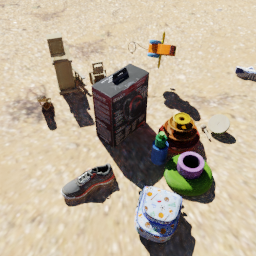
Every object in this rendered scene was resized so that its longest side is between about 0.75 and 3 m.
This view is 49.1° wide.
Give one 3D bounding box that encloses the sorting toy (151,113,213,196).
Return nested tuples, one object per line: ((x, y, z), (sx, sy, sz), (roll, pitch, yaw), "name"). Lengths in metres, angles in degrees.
((1.361, 0.470, 7.283), (1.473, 1.007, 2.452), (-4, 44, -5), "sorting toy")

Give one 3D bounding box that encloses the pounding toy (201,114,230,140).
((2.640, -0.003, 8.324), (0.807, 0.375, 0.623), (-30, 54, 8), "pounding toy")

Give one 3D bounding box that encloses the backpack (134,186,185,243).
((0.647, 1.854, 6.027), (1.116, 0.860, 1.063), (13, 56, 9), "backpack")

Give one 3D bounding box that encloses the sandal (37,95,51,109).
((-2.645, -0.767, 8.892), (0.404, 1.101, 0.362), (-17, 91, -7), "sandal")

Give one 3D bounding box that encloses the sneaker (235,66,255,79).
((4.451, -2.124, 10.508), (0.836, 0.338, 0.483), (21, 44, 11), "sneaker")

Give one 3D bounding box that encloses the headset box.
((-0.174, -0.700, 7.762), (0.761, 2.028, 1.507), (32, 53, 28), "headset box")

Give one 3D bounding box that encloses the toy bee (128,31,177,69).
((1.001, -2.674, 9.361), (0.937, 1.128, 1.724), (-5, 39, -49), "toy bee")

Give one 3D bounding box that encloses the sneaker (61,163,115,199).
((-0.996, 1.207, 6.833), (1.398, 0.573, 0.539), (-24, 49, -23), "sneaker")

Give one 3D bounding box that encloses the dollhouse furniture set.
((-1.697, -2.454, 9.569), (1.814, 2.051, 1.140), (-12, 45, -11), "dollhouse furniture set")
